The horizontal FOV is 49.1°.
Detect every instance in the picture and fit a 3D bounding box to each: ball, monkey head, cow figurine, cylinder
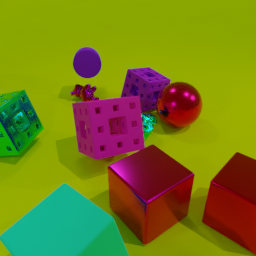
[{"bbox_3d":[1.354,-0.618,7.459,1.228,1.228,1.228,0,34,0],"label":"ball"},{"bbox_3d":[0.290,-0.112,7.057,0.794,0.665,1.103,42,54,-9],"label":"monkey head"},{"bbox_3d":[-1.360,-1.006,8.687,0.497,0.891,0.906,11,56,-51],"label":"cow figurine"},{"bbox_3d":[-1.269,-2.047,8.718,0.853,0.853,0.853,-4,22,-7],"label":"cylinder"}]

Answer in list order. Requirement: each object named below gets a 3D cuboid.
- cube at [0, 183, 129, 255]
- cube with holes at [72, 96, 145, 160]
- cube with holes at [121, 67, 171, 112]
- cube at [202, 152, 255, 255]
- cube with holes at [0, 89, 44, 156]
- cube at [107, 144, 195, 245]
[{"bbox_3d":[-0.799,1.664,3.810,1.100,1.100,1.100,22,49,40],"label":"cube"},{"bbox_3d":[-0.456,-0.057,6.197,1.142,1.142,1.142,-10,8,-26],"label":"cube with holes"},{"bbox_3d":[0.504,-1.147,8.202,0.917,0.917,0.917,-16,43,-42],"label":"cube with holes"},{"bbox_3d":[2.035,1.243,4.797,1.042,1.042,1.042,26,41,33],"label":"cube"},{"bbox_3d":[-2.894,-0.103,6.531,1.089,1.089,1.089,-6,30,23],"label":"cube with holes"},{"bbox_3d":[0.374,1.126,4.953,1.062,1.062,1.062,-23,40,-31],"label":"cube"}]
